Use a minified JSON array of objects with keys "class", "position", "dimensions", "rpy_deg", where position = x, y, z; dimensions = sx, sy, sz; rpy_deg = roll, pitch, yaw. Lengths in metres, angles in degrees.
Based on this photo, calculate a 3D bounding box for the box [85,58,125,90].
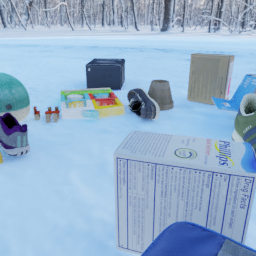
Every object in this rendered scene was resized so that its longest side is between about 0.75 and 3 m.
[{"class":"box","position":[-0.944,-2.432,12.414],"dimensions":[1.516,1.069,2.049],"rpy_deg":[2,22,5]}]

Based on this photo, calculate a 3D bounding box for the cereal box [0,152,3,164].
[{"class":"cereal box","position":[-3.383,0.524,6.100],"dimensions":[0.954,0.262,1.326],"rpy_deg":[-14,26,-34]}]

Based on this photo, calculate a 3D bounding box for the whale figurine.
[{"class":"whale figurine","position":[-4.135,-0.804,7.680],"dimensions":[2.734,1.419,2.175],"rpy_deg":[-7,21,-29]}]

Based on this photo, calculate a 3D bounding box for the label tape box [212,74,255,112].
[{"class":"label tape box","position":[3.998,-1.020,7.856],"dimensions":[2.979,0.985,2.134],"rpy_deg":[5,14,11]}]

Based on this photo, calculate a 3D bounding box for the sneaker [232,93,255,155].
[{"class":"sneaker","position":[2.993,0.099,5.816],"dimensions":[0.944,1.264,2.815],"rpy_deg":[-2,22,-4]}]

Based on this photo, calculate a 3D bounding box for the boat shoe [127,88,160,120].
[{"class":"boat shoe","position":[0.302,-0.801,8.860],"dimensions":[0.614,0.711,1.958],"rpy_deg":[-6,27,-22]}]

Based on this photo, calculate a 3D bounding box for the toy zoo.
[{"class":"toy zoo","position":[-1.281,-0.845,9.482],"dimensions":[1.950,0.304,2.972],"rpy_deg":[-5,22,-13]}]

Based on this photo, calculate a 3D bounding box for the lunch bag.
[{"class":"lunch bag","position":[0.386,1.665,1.746],"dimensions":[1.409,1.372,2.074],"rpy_deg":[14,25,31]}]

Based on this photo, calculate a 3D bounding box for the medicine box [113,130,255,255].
[{"class":"medicine box","position":[0.679,0.897,3.573],"dimensions":[1.585,1.444,0.816],"rpy_deg":[6,23,15]}]

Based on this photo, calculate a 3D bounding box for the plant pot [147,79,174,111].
[{"class":"plant pot","position":[1.074,-1.154,9.495],"dimensions":[1.019,0.885,1.019],"rpy_deg":[1,21,0]}]

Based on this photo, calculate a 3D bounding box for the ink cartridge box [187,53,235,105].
[{"class":"ink cartridge box","position":[2.870,-1.727,9.806],"dimensions":[1.390,1.688,0.634],"rpy_deg":[15,25,33]}]

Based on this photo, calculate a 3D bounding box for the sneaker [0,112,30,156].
[{"class":"sneaker","position":[-2.865,-0.097,6.352],"dimensions":[1.855,0.812,0.690],"rpy_deg":[24,24,24]}]

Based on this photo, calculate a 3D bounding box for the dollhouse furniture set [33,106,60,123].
[{"class":"dollhouse furniture set","position":[-2.428,-0.464,8.411],"dimensions":[0.752,0.392,0.761],"rpy_deg":[-3,22,-9]}]
